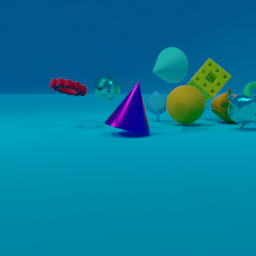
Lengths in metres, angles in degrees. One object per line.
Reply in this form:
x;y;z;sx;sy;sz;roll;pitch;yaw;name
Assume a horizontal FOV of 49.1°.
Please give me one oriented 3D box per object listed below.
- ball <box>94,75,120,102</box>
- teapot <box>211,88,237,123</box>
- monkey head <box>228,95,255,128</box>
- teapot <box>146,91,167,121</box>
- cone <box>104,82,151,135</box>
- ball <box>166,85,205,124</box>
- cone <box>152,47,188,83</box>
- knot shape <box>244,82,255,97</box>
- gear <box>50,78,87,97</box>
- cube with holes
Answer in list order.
-0.679;-1.295;9.207;0.864;0.864;0.864;0;8;0;ball
3.365;-0.747;9.346;1.105;0.871;1.778;36;1;33;teapot
3.235;-0.361;7.647;0.914;1.091;1.516;-12;-34;26;monkey head
1.035;-0.848;9.996;0.792;1.274;0.624;-4;-21;4;teapot
0.125;-0.562;6.966;1.192;1.196;1.192;14;5;-1;cone
1.813;-0.732;8.823;1.210;1.210;1.210;0;8;0;ball
0.930;-1.574;7.454;0.994;0.994;0.998;6;23;39;cone
4.494;-1.006;9.327;1.370;1.464;0.676;32;16;4;knot shape
-1.759;-1.193;8.322;1.064;0.197;1.064;9;-9;1;gear
2.913;-1.719;10.222;1.002;1.002;1.002;41;-1;3;cube with holes
